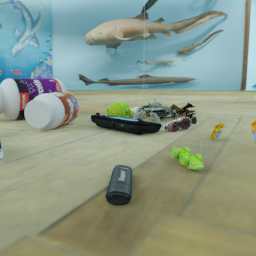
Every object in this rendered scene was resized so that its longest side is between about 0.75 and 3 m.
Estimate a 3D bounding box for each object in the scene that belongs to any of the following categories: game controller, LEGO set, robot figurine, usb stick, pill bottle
[{"bbox_3d":[-0.105,-0.191,9.006,1.268,0.512,2.430,-9,14,-42],"label":"game controller"},{"bbox_3d":[1.346,-0.685,10.803,2.957,0.838,1.920,8,14,43],"label":"LEGO set"},{"bbox_3d":[-0.353,-0.709,11.453,1.060,0.699,1.208,4,10,20],"label":"robot figurine"},{"bbox_3d":[-0.107,0.805,4.161,0.341,0.200,1.229,0,10,2],"label":"usb stick"},{"bbox_3d":[-2.515,-0.597,9.436,1.173,1.173,2.092,2,11,12],"label":"pill bottle"},{"bbox_3d":[-4.120,-1.220,11.591,2.920,1.642,1.642,-10,14,-41],"label":"pill bottle"}]

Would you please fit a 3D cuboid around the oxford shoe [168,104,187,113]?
[{"bbox_3d":[2.191,-0.836,12.751,1.208,0.510,0.439,2,8,2],"label":"oxford shoe"}]

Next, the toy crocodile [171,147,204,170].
[{"bbox_3d":[1.089,0.585,5.276,0.343,0.314,1.017,-3,15,-18],"label":"toy crocodile"}]

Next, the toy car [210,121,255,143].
[{"bbox_3d":[2.929,0.308,6.863,0.644,0.949,1.936,-55,17,-23],"label":"toy car"}]

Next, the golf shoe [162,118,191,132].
[{"bbox_3d":[1.581,-0.135,9.003,1.069,0.388,0.492,-10,12,-39],"label":"golf shoe"}]

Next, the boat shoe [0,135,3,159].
[{"bbox_3d":[-3.158,0.231,6.209,0.662,0.625,1.845,-5,11,-28],"label":"boat shoe"}]

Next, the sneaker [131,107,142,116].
[{"bbox_3d":[0.271,-0.646,12.064,0.592,0.464,1.191,-5,0,8],"label":"sneaker"}]

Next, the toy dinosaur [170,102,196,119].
[{"bbox_3d":[2.396,-0.714,11.941,1.283,0.655,0.871,-32,10,-32],"label":"toy dinosaur"}]
